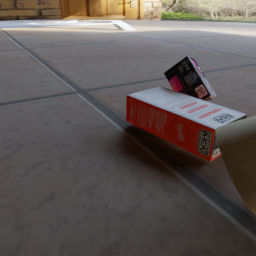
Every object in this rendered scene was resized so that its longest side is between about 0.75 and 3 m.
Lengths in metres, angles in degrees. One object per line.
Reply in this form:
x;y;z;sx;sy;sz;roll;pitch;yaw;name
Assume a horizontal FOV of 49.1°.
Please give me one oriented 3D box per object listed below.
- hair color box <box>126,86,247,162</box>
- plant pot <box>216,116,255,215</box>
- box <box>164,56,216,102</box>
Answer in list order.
1.409;-0.262;7.463;1.454;0.877;2.865;-19;32;-37;hair color box
2.560;0.341;4.406;1.709;1.601;1.601;-29;13;27;plant pot
1.959;-1.361;8.748;0.945;1.430;0.820;-33;-11;27;box
